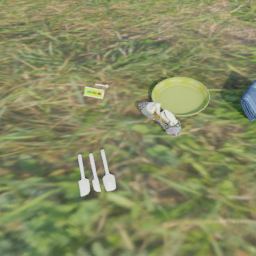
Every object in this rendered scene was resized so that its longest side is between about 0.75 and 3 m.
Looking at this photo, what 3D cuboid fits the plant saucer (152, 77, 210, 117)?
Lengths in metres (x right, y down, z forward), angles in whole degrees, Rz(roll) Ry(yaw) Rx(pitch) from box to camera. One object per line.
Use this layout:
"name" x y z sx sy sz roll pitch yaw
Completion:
"plant saucer" 1.808 -1.037 9.716 1.961 0.305 1.961 -3 48 3

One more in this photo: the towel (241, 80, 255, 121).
"towel" 4.354 -1.101 9.310 1.681 0.939 0.408 -44 20 -22

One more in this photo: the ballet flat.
"ballet flat" 1.018 -0.448 8.774 0.622 0.622 1.729 -30 57 -28

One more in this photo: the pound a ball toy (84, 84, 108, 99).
"pound a ball toy" -1.128 -1.343 9.955 0.799 0.521 0.340 9 7 -6

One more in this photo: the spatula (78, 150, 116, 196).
"spatula" -0.893 1.182 7.622 0.938 0.108 1.350 -13 47 -6
